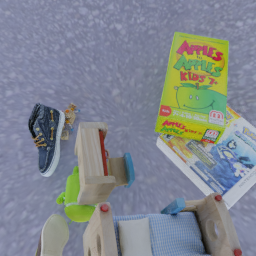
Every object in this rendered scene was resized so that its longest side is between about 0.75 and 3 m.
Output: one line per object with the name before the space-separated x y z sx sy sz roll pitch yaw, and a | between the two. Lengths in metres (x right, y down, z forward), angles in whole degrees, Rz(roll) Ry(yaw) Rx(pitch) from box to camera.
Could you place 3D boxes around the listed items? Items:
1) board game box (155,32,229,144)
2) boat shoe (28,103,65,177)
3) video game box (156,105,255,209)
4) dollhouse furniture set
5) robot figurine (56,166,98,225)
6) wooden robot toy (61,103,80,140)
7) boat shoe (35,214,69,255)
board game box | 1.592 -1.076 6.750 1.420 0.665 2.795 11 57 5
boat shoe | -1.971 0.259 6.418 0.573 0.735 1.620 -9 68 36
video game box | 2.104 0.480 6.483 1.964 0.505 2.156 -35 65 -22
dollhouse furniture set | 0.211 1.121 4.967 1.966 1.955 2.790 -1 58 -18
robot figurine | -0.989 1.442 6.016 1.058 0.698 1.206 -1 64 1
wooden robot toy | -1.545 -0.280 6.970 0.475 0.489 1.078 12 64 4
boat shoe | -1.482 2.350 5.333 0.568 0.471 1.582 28 22 -23
